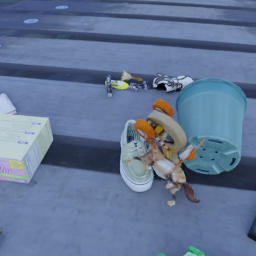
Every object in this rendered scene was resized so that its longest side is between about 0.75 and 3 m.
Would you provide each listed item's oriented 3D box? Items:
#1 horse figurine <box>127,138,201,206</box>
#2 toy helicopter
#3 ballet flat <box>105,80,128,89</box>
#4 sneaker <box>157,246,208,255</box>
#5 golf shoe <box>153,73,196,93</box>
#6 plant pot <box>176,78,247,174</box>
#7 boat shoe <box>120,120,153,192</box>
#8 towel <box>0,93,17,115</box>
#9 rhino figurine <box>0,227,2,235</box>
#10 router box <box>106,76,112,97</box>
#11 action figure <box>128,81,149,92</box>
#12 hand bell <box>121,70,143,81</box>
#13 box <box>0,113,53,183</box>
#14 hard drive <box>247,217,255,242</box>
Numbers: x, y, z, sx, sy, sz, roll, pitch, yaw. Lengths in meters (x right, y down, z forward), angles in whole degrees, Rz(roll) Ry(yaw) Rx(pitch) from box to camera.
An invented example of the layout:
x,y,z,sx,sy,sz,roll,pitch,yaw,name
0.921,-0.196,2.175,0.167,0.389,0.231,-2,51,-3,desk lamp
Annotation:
x,y,z,sx,sy,sz,roll,pitch,yaw,name
1.071,1.272,8.308,2.533,0.632,1.679,43,26,12,horse figurine
1.310,0.540,8.152,1.781,2.693,1.062,33,69,31,toy helicopter
-0.554,-2.101,13.332,1.144,0.384,0.382,10,66,15,ballet flat
1.706,3.105,6.232,2.331,0.863,0.974,0,42,1,sneaker
2.150,-1.964,13.022,2.016,0.784,0.953,7,51,17,golf shoe
2.664,0.036,9.172,2.440,2.440,2.390,8,46,10,plant pot
0.172,0.808,9.198,1.006,0.867,2.794,-6,38,-8,boat shoe
-5.760,-0.828,11.813,1.665,0.281,1.743,-23,43,-27,towel
-3.343,2.833,7.000,0.244,0.357,0.815,5,38,5,rhino figurine
-0.865,-1.909,12.829,0.229,0.689,0.876,-5,35,-3,router box
0.489,-1.955,13.244,1.008,0.350,0.656,-6,45,-2,action figure
0.232,-2.439,13.640,1.058,0.551,0.551,10,36,-12,hand bell
-3.841,0.601,9.318,1.914,1.052,2.177,5,37,7,box
4.161,2.496,7.467,1.317,0.310,1.887,25,44,28,hard drive
